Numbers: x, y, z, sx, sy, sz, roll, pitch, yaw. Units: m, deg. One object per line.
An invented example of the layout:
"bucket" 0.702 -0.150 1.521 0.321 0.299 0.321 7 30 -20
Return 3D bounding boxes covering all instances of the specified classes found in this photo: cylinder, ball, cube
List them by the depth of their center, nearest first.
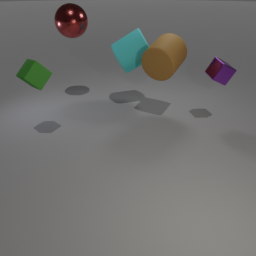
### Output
"cube" -3.078 -1.758 9.187 0.700 0.700 0.700 23 79 44
"cube" 3.526 -2.169 10.694 0.700 0.700 0.700 17 31 -28
"cylinder" 1.443 -2.802 11.060 1.400 1.400 1.400 15 46 26
"ball" -2.412 -4.553 11.920 1.400 1.400 1.400 0 28 0
"cylinder" 0.203 -3.343 12.182 1.400 1.400 1.400 -29 26 11
